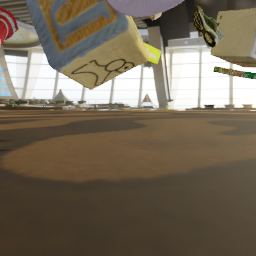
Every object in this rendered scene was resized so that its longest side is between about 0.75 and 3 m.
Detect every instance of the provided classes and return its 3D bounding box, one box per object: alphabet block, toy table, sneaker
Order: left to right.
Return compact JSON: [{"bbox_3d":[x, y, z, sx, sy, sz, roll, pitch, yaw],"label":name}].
[{"bbox_3d":[-3.317,-2.131,6.589,2.017,1.135,0.719,-5,-39,41],"label":"sneaker"},{"bbox_3d":[-1.100,-2.991,8.609,2.522,2.536,2.582,-24,-12,12],"label":"alphabet block"},{"bbox_3d":[0.382,-2.931,5.154,2.187,2.010,1.281,-23,30,-9],"label":"toy table"},{"bbox_3d":[2.282,-2.900,7.886,0.564,1.272,0.489,-27,-5,-16],"label":"sneaker"}]

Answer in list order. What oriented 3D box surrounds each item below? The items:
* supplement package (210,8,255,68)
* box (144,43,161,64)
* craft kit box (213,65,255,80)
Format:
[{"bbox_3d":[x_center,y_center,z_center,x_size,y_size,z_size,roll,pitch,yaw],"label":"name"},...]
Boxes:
[{"bbox_3d":[4.216,-2.931,9.576,2.544,1.492,1.487,3,12,-42],"label":"supplement package"},{"bbox_3d":[0.085,-3.190,11.204,1.709,0.668,2.803,20,13,21],"label":"box"},{"bbox_3d":[2.889,-1.442,7.365,0.935,0.227,0.924,-2,17,-38],"label":"craft kit box"}]
